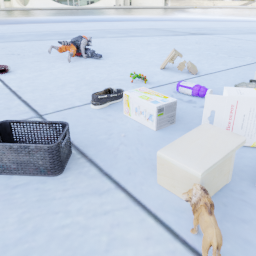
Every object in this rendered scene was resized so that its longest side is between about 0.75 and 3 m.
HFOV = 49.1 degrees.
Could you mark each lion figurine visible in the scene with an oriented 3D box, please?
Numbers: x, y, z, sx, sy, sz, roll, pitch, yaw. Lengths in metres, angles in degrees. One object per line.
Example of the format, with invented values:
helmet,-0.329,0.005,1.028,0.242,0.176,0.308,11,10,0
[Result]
lion figurine,1.230,1.524,4.332,0.480,0.812,1.326,-4,27,-9

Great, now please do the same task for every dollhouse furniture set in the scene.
dollhouse furniture set,2.507,-2.962,14.002,1.439,1.172,1.368,34,26,-9

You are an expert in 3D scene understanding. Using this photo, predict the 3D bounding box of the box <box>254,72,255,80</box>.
box,5.813,-1.822,11.011,1.328,0.868,1.321,23,35,38

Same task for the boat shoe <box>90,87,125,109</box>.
boat shoe,-0.698,-1.203,10.133,0.653,0.534,1.769,20,32,34

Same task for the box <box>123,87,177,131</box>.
box,0.647,-0.641,8.698,0.887,0.799,1.576,-19,32,-34

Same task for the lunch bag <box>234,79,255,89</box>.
lunch bag,4.512,-1.086,9.464,1.640,0.964,1.345,-17,30,-42

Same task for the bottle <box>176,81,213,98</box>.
bottle,2.554,-1.470,10.766,1.387,0.453,0.579,22,31,37

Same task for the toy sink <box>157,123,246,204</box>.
toy sink,1.539,0.720,5.849,1.636,0.917,1.067,-27,37,-34

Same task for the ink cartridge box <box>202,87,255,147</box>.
ink cartridge box,3.153,-0.287,7.291,2.391,1.400,0.805,6,26,11

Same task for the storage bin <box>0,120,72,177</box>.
storage bin,-2.305,0.436,6.516,1.779,0.834,1.203,1,27,4

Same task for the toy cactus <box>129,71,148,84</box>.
toy cactus,0.551,-2.199,12.381,0.989,0.506,0.816,16,12,35

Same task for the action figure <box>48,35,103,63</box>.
action figure,-2.865,-4.725,16.354,2.744,1.435,2.654,16,39,27

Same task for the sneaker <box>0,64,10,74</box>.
sneaker,-6.410,-2.862,13.592,1.220,0.461,0.704,-3,29,-8
